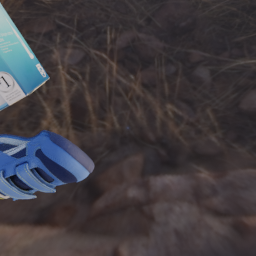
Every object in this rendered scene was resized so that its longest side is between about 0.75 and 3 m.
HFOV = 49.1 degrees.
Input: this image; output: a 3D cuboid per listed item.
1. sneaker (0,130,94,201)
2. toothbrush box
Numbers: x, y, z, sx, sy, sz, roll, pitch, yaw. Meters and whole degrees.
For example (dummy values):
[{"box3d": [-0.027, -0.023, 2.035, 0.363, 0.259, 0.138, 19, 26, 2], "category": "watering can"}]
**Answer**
[{"box3d": [-1.406, 0.619, 3.957, 2.267, 0.838, 0.933, -7, 42, 40], "category": "sneaker"}, {"box3d": [-3.103, -1.447, 4.660, 2.101, 2.871, 1.224, -26, 19, 12], "category": "toothbrush box"}]
